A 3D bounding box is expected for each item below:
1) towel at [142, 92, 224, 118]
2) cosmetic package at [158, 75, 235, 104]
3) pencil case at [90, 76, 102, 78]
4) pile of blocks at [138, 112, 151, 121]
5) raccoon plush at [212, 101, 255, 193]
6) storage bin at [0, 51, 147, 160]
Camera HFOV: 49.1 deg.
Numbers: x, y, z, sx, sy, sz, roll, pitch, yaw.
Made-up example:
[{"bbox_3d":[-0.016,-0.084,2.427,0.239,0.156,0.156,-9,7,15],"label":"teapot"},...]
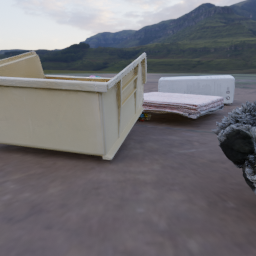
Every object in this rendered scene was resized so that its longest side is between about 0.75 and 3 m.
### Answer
[{"bbox_3d":[1.297,-0.771,8.785,2.831,0.478,2.964,9,13,30],"label":"towel"},{"bbox_3d":[2.792,-1.631,11.777,2.960,1.096,1.505,2,14,10],"label":"cosmetic package"},{"bbox_3d":[-1.165,-1.000,8.829,0.930,0.930,2.127,1,25,3],"label":"pencil case"},{"bbox_3d":[0.303,-0.316,8.104,0.833,0.259,0.342,9,19,41],"label":"pile of blocks"},{"bbox_3d":[2.032,-0.339,3.130,1.371,1.899,2.834,37,26,-13],"label":"raccoon plush"},{"bbox_3d":[-1.264,-0.735,5.803,2.875,1.347,2.854,5,26,15],"label":"storage bin"}]
